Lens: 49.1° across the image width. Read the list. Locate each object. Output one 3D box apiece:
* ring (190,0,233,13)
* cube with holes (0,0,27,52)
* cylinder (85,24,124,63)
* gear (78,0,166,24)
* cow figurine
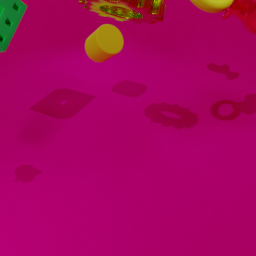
[{"bbox_3d":[1.704,-2.996,5.888,1.237,0.247,1.237,5,76,-18],"label":"ring"},{"bbox_3d":[-3.702,-2.822,6.973,1.377,1.377,1.377,6,71,40],"label":"cube with holes"},{"bbox_3d":[-0.769,-2.682,8.958,0.946,0.946,0.946,-28,10,-30],"label":"cylinder"},{"bbox_3d":[-0.115,-2.622,5.947,1.796,0.332,1.796,11,10,-2],"label":"gear"},{"bbox_3d":[3.059,-2.821,6.914,1.627,0.908,1.654,30,22,-1],"label":"cow figurine"}]
